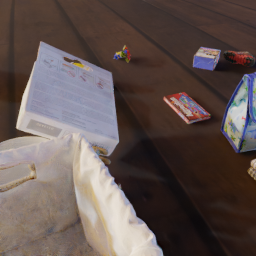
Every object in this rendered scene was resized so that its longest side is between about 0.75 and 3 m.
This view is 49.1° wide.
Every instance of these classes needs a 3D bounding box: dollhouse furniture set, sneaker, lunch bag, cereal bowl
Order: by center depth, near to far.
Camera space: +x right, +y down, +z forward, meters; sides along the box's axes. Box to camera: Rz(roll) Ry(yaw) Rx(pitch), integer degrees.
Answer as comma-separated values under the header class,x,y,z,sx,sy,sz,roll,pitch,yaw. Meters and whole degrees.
class,x,y,z,sx,sy,sz,roll,pitch,yaw
dollhouse furniture set,-0.586,1.046,5.882,0.651,0.981,0.859,13,46,22
cereal bowl,-2.252,1.107,5.972,2.020,0.841,2.020,0,35,0
lunch bag,3.562,-0.474,7.120,1.740,2.047,1.304,-5,36,-9
sneaker,4.769,-3.026,11.964,1.360,0.481,0.665,22,42,24

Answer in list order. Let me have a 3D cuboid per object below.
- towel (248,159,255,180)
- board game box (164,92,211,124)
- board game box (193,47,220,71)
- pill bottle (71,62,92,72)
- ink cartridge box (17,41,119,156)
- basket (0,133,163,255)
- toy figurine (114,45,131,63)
class,x,y,z,sx,sy,sz,roll,pitch,yaw
towel,3.652,1.056,6.269,1.445,0.618,1.196,-15,37,-16
board game box,1.867,-0.681,9.024,0.804,0.152,1.561,-14,38,-17
board game box,3.311,-2.924,11.782,0.860,0.522,1.078,17,39,21
pill bottle,-1.596,-1.960,10.321,1.233,0.693,0.693,18,40,19
ink cartridge box,-1.458,-0.827,7.348,2.331,0.725,2.897,20,38,-27
basket,-1.303,1.848,3.852,2.633,2.136,2.657,-17,39,-22
toy figurine,-0.326,-3.109,12.263,0.667,0.587,1.113,-21,28,21
